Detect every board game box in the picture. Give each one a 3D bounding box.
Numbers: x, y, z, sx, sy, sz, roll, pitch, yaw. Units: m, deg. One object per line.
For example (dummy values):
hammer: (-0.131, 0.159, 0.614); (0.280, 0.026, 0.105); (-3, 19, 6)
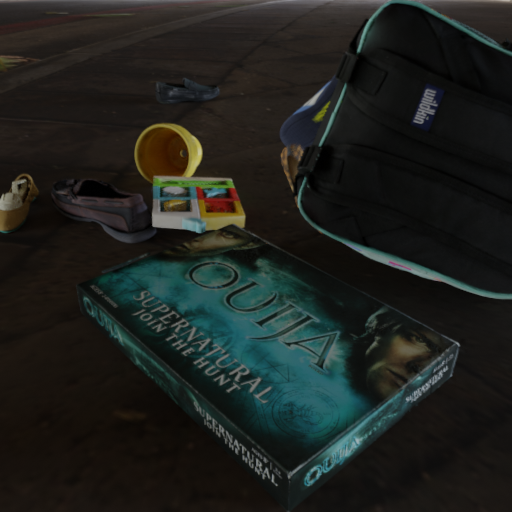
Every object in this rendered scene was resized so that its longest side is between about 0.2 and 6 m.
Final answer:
board game box: (-0.032, 0.877, 6.928); (2.728, 0.568, 4.033); (-25, 38, -35)

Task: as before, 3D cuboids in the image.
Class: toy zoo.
toy zoo: (-1.046, -0.907, 9.789); (1.516, 0.236, 2.311); (0, 26, -11)

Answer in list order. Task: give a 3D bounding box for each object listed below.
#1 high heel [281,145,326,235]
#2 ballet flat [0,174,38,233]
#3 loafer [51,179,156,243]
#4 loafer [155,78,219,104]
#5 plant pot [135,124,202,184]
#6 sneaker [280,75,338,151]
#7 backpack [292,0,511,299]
high heel: (0.808, -1.067, 9.289); (0.545, 1.527, 1.089); (-20, -5, 15)
ballet flat: (-4.412, -1.007, 10.190); (0.571, 0.525, 1.664); (-4, 31, -6)
loafer: (-2.753, -1.041, 9.911); (2.634, 0.830, 0.947); (24, 42, 34)
loafer: (-2.058, -5.004, 16.853); (1.945, 0.683, 0.660); (-9, 32, -15)
plant pot: (-1.677, -2.087, 11.499); (1.237, 1.237, 1.164); (9, 15, 14)
sneaker: (1.330, -2.788, 10.748); (0.770, 2.083, 0.857); (48, 36, -9)
backpack: (2.583, -1.149, 7.313); (3.463, 3.044, 2.654); (24, 7, 12)
